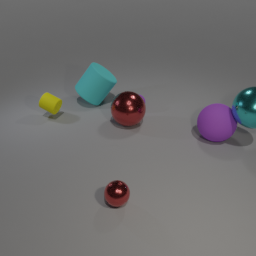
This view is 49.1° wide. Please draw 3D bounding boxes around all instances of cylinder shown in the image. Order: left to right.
[{"bbox_3d":[-3.215,-1.018,11.641,0.700,0.700,0.700,27,36,6],"label":"cylinder"},{"bbox_3d":[-1.456,-2.000,12.739,1.400,1.400,1.400,35,21,-15],"label":"cylinder"}]

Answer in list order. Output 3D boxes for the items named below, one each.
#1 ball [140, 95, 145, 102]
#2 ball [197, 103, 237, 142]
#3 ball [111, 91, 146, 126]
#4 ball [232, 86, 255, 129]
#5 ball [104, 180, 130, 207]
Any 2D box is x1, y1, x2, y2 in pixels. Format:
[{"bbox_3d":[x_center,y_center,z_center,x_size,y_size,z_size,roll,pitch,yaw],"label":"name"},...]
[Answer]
[{"bbox_3d":[0.427,-1.147,12.452,0.700,0.700,0.700,0,31,0],"label":"ball"},{"bbox_3d":[3.236,-0.196,10.211,1.400,1.400,1.400,0,31,0],"label":"ball"},{"bbox_3d":[0.011,-0.762,11.142,1.400,1.400,1.400,0,31,0],"label":"ball"},{"bbox_3d":[4.194,-0.675,9.306,1.400,1.400,1.400,0,31,0],"label":"ball"},{"bbox_3d":[-0.294,1.756,7.536,0.700,0.700,0.700,0,31,0],"label":"ball"}]
